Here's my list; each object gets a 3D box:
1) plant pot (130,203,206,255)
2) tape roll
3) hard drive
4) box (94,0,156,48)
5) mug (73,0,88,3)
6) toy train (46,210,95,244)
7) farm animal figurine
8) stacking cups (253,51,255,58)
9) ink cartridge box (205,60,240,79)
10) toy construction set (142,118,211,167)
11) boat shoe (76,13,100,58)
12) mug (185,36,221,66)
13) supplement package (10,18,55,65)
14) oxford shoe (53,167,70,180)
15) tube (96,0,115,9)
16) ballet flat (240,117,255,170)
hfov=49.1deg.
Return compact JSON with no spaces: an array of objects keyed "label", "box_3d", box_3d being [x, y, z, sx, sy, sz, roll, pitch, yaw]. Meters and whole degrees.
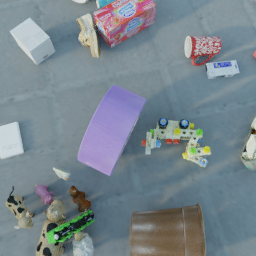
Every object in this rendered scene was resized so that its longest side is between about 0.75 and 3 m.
[{"label":"plant pot","box_3d":[1.184,3.425,8.644,2.135,2.156,2.156,-2,71,7]},{"label":"tape roll","box_3d":[-0.494,0.076,9.270,1.187,2.793,2.793,26,73,3]},{"label":"hard drive","box_3d":[-4.472,0.463,10.589,0.830,0.165,1.258,-16,72,-6]},{"label":"box","box_3d":[-0.107,-4.659,11.836,2.393,1.142,1.193,-33,74,-11]},{"label":"mug","box_3d":[-1.745,-6.521,12.283,2.127,1.570,1.865,15,82,2]},{"label":"toy train","box_3d":[-1.740,3.068,8.779,0.602,2.133,0.445,-19,83,20]},{"label":"farm animal figurine","box_3d":[-2.563,3.025,9.033,2.732,1.425,2.702,-7,71,-2]},{"label":"stacking cups","box_3d":[5.787,-2.607,11.534,0.460,0.460,1.521,-28,71,-9]},{"label":"ink cartridge box","box_3d":[3.896,-2.413,11.545,1.285,0.252,0.639,-6,71,-1]},{"label":"toy construction set","box_3d":[1.698,0.477,10.149,2.518,1.160,1.651,8,71,-9]},{"label":"boat shoe","box_3d":[-1.693,-3.815,11.775,0.779,0.830,2.252,-14,62,-2]},{"label":"mug","box_3d":[3.100,-3.275,11.672,1.292,1.147,0.862,-5,35,-6]},{"label":"supplement package","box_3d":[-3.892,-3.555,11.535,1.005,0.998,1.325,-41,76,-13]},{"label":"oxford shoe","box_3d":[-2.334,1.573,9.720,0.997,0.375,0.288,13,93,48]},{"label":"tube","box_3d":[-0.478,-5.796,12.638,1.863,0.470,0.722,-15,80,-10]},{"label":"ballet flat","box_3d":[4.803,0.240,10.211,0.886,0.837,2.629,4,65,50]}]
